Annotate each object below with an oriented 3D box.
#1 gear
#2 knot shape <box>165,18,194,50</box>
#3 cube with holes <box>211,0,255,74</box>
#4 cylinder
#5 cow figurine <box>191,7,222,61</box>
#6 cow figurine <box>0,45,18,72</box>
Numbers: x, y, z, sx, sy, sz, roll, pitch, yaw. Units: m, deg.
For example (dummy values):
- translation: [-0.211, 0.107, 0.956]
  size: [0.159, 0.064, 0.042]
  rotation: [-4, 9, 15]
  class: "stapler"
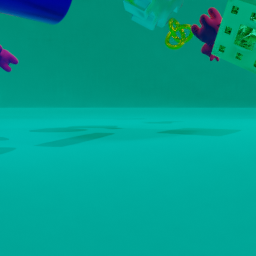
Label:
- translation: [0.674, -2.553, 4.250]
  size: [0.377, 2.039, 2.039]
  rotation: [33, 14, 14]
  class: "gear"
- translation: [2.120, -3.808, 11.344]
  size: [1.194, 1.276, 0.589]
  rotation: [-4, 9, -15]
  class: "knot shape"
- translation: [2.675, -1.987, 5.700]
  size: [1.185, 1.185, 1.185]
  rotation: [36, 50, 29]
  class: "cube with holes"
- translation: [-1.513, -2.187, 4.107]
  size: [1.090, 1.090, 1.090]
  rotation: [-2, 5, -42]
  class: "cylinder"
- translation: [2.710, -2.897, 8.919]
  size: [0.815, 1.460, 1.484]
  rotation: [-43, 4, -9]
  class: "cow figurine"
- translation: [-3.944, -2.242, 8.493]
  size: [1.159, 0.646, 1.177]
  rotation: [43, -8, -31]
  class: "cow figurine"
